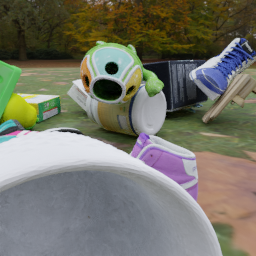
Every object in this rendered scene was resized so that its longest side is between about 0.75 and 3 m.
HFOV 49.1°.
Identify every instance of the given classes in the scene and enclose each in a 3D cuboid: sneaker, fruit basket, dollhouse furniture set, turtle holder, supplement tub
[{"bbox_3d":[-0.110,0.618,3.716,2.061,1.175,0.747,-3,16,-5],"label":"sneaker"},{"bbox_3d":[-3.629,-0.658,7.627,1.687,2.339,2.339,8,17,27],"label":"fruit basket"},{"bbox_3d":[3.600,-0.187,8.052,2.172,1.769,2.065,38,15,4],"label":"dollhouse furniture set"},{"bbox_3d":[-0.237,-1.056,6.305,1.747,1.327,1.241,33,33,-19],"label":"turtle holder"},{"bbox_3d":[-0.082,-0.546,7.701,1.922,1.387,1.387,11,18,37],"label":"supplement tub"},{"bbox_3d":[-1.997,0.261,5.903,1.933,0.808,1.167,-11,28,-33],"label":"sneaker"},{"bbox_3d":[3.198,-2.095,9.129,1.203,1.720,2.978,46,35,4],"label":"sneaker"}]

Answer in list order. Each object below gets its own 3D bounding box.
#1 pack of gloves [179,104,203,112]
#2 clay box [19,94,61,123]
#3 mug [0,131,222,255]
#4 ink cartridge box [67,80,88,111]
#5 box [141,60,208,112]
[{"bbox_3d":[2.022,-0.714,10.748,1.266,0.297,1.507,-12,11,-25],"label":"pack of gloves"},{"bbox_3d":[-4.088,-0.766,9.822,2.972,0.707,1.707,3,15,12],"label":"clay box"},{"bbox_3d":[-0.787,0.976,2.011,2.193,1.619,1.923,-37,18,-14],"label":"mug"},{"bbox_3d":[-1.433,-1.175,10.250,1.133,0.656,1.945,42,16,3],"label":"ink cartridge box"},{"bbox_3d":[1.187,-1.607,10.633,2.723,1.688,2.677,3,11,40],"label":"box"}]
